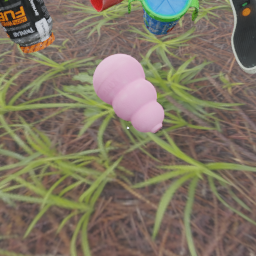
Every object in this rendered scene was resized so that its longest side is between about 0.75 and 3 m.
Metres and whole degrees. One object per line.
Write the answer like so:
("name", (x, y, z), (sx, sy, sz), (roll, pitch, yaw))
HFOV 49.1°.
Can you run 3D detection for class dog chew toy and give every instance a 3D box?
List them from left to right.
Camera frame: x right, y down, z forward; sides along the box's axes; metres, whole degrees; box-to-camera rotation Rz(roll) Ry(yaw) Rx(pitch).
("dog chew toy", (0.072, -0.680, 6.030), (1.153, 1.153, 1.851), (-30, 76, -26))

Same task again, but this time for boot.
("boot", (2.931, -2.129, 6.274), (0.767, 1.527, 2.117), (-11, 76, 42))

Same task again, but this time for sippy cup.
("sippy cup", (0.973, -3.336, 7.895), (1.756, 1.287, 1.379), (41, 80, 4))

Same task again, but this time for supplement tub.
("supplement tub", (-2.805, -3.122, 7.314), (1.273, 2.077, 1.273), (-12, 39, 10))

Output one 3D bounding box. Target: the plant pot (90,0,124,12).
("plant pot", (-0.600, -4.428, 8.877), (1.085, 1.226, 1.226), (-24, 51, -21))
